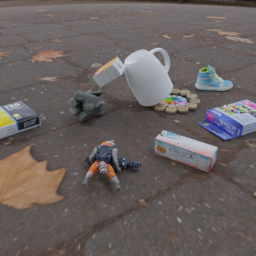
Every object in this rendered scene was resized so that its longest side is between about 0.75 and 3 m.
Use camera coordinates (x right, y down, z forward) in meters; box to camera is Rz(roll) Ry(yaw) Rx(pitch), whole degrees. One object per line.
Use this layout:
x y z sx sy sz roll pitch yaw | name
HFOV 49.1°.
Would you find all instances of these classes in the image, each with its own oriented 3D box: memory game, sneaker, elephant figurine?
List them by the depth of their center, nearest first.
-1.658 -1.167 12.548 1.558 1.421 2.008 37 22 5 | elephant figurine
2.203 -1.381 13.760 2.634 0.168 2.634 -2 31 1 | memory game
4.672 -2.695 14.937 2.000 1.305 0.795 -1 30 -2 | sneaker

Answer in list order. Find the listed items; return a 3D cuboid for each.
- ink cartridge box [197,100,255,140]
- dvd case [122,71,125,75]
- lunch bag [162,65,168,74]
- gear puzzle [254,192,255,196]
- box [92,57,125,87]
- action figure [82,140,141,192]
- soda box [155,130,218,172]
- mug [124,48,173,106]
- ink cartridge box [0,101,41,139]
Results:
4.614 -0.401 11.846 2.894 0.607 1.727 -17 34 -23 | ink cartridge box
-0.431 -3.574 17.532 1.794 0.157 1.280 -1 30 -1 | dvd case
1.901 -3.043 15.897 0.438 0.912 1.137 -5 32 -10 | lunch bag
4.997 1.745 8.468 2.382 0.312 1.234 -22 37 -32 | gear puzzle
-0.837 -2.447 12.310 1.233 0.601 0.767 -25 28 32 | box
-0.512 1.097 8.962 1.922 1.005 1.859 0 40 -1 | action figure
1.989 0.774 9.761 2.081 0.661 0.712 19 36 28 | soda box
1.038 -2.633 13.086 2.485 2.179 1.835 -46 35 -15 | mug
-5.507 -0.400 11.810 2.654 0.631 2.685 -24 40 -34 | ink cartridge box
